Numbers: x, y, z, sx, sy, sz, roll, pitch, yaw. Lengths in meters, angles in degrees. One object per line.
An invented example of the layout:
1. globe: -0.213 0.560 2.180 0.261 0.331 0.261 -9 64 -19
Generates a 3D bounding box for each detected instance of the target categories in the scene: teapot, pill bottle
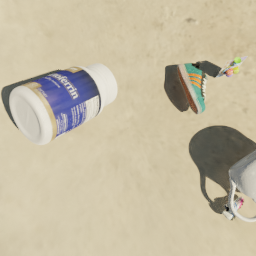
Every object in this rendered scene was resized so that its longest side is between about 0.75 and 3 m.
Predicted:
1. teapot: 3.412 1.171 6.594 1.847 1.871 1.367 -20 73 -46
2. pill bottle: -1.534 -0.741 7.214 1.475 1.475 2.548 41 47 17

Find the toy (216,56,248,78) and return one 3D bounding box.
1. toy: 3.035 -1.691 8.172 0.624 1.084 0.256 -15 73 -2

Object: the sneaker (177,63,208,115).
1. sneaker: 2.001 -1.239 8.089 0.757 0.676 1.894 -13 55 3

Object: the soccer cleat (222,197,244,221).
1. soccer cleat: 2.603 1.920 6.942 0.345 0.279 0.798 36 50 18
